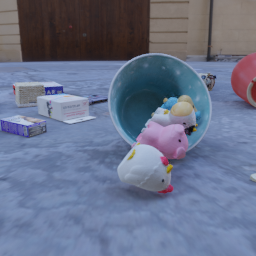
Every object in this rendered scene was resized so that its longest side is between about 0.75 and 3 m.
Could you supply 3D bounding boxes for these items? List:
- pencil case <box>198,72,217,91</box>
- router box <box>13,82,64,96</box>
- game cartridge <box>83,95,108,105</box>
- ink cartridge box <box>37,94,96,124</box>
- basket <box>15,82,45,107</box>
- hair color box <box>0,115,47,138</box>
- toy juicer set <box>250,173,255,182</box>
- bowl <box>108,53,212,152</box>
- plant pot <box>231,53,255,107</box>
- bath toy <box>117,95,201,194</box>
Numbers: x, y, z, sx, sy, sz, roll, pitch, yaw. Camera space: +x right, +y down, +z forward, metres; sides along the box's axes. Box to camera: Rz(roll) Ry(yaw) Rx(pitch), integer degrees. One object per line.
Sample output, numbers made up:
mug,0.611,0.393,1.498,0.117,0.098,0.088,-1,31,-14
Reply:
pencil case,3.884,-2.733,15.910,0.877,1.009,2.255,-12,19,-31
router box,-4.487,-1.898,13.903,2.100,0.513,1.884,-8,18,-26
game cartridge,-1.487,-1.232,12.179,0.888,0.263,1.371,19,25,38
ink cartridge box,-2.117,-0.710,9.604,1.954,0.663,1.125,15,22,42
basket,-4.058,-1.395,11.575,1.096,0.889,1.106,-7,20,-27
hair color box,-2.958,-0.066,7.925,1.186,0.384,0.648,11,19,29
toy juicer set,3.633,0.572,4.321,1.787,0.765,2.810,-12,8,-30
bowl,0.585,-0.400,6.428,2.293,2.293,1.199,-4,-11,-14
plant pot,5.311,-1.786,11.186,2.104,2.104,1.862,3,27,9
bath toy,0.717,0.237,5.210,0.948,1.115,2.565,38,37,-1
